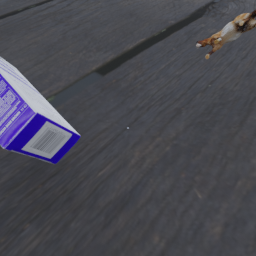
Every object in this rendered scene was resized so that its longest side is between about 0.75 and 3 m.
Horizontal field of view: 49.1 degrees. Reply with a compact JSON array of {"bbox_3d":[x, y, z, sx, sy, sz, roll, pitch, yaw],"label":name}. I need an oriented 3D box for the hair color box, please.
[{"bbox_3d":[-2.102,-0.506,5.010,0.794,1.340,2.451,-46,64,1],"label":"hair color box"}]

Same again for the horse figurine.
[{"bbox_3d":[2.683,-2.501,7.244,0.519,2.081,1.379,51,32,-10],"label":"horse figurine"}]
